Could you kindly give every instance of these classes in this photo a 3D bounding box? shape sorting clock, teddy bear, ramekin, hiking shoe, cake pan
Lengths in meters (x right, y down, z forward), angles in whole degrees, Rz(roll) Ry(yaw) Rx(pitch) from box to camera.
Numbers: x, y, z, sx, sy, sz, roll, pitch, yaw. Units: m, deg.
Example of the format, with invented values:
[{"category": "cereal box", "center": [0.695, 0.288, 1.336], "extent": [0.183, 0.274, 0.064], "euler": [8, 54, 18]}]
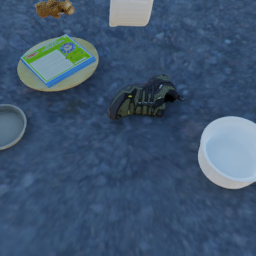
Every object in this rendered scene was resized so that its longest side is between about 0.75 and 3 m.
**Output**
[{"category": "shape sorting clock", "center": [-2.217, -2.082, 8.940], "extent": [2.557, 0.502, 2.557], "euler": [-1, 56, 1]}, {"category": "teddy bear", "center": [-1.726, -2.871, 6.670], "extent": [0.903, 0.654, 0.301], "euler": [-4, 85, 24]}, {"category": "ramekin", "center": [2.661, 0.669, 7.134], "extent": [1.775, 0.865, 1.775], "euler": [0, 60, 0]}, {"category": "hiking shoe", "center": [0.506, -0.724, 7.952], "extent": [2.249, 0.852, 1.132], "euler": [-29, 61, -17]}, {"category": "cake pan", "center": [-3.565, -0.002, 7.871], "extent": [1.464, 0.269, 1.464], "euler": [0, 59, 0]}, {"category": "ramekin", "center": [0.089, -2.790, 5.512], "extent": [0.778, 1.596, 1.596], "euler": [6, 60, -4]}]
